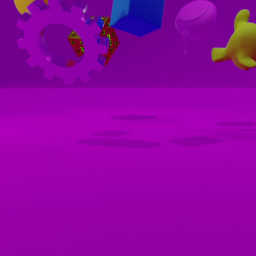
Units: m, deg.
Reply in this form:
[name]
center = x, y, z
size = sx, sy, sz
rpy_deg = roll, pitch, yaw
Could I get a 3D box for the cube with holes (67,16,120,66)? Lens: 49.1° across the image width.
[cube with holes]
center = -1.289, -3.364, 10.806
size = 1.262, 1.262, 1.262
rpy_deg = 13, -28, 28

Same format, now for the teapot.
[teapot]
center = 2.145, -3.254, 8.804
size = 1.282, 2.061, 1.009
rpy_deg = 16, -24, 40

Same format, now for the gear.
[gear]
center = -1.364, -1.803, 5.934
size = 1.879, 1.879, 0.348
rpy_deg = 1, 44, 8

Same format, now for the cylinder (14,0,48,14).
[cylinder]
center = -2.176, -3.138, 6.803
size = 0.819, 0.819, 0.819
rpy_deg = 5, 22, 29

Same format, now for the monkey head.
[monkey head]
center = 2.918, -2.170, 7.445
size = 1.279, 1.778, 1.072
rpy_deg = -2, -21, 11

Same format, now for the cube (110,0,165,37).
[cube]
center = 0.199, -2.512, 5.891
size = 0.817, 0.817, 0.817
rpy_deg = 9, -2, -29
